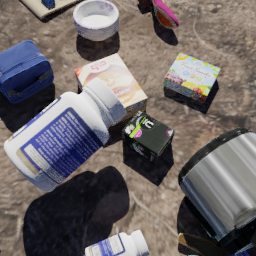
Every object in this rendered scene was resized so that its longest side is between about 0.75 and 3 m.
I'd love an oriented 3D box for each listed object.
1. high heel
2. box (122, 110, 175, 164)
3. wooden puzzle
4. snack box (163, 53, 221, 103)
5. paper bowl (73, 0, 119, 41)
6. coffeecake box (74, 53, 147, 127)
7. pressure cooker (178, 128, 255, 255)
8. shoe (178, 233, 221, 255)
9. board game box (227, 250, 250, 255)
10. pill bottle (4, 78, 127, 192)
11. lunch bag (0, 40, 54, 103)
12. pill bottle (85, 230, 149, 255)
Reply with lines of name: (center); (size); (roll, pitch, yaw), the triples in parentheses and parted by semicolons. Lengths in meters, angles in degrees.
high heel: (1.614, -5.301, 11.936); (1.324, 0.928, 2.754); (-34, 63, -5)
box: (0.634, 0.287, 8.943); (1.367, 0.850, 1.015); (33, 66, 17)
wooden puzzle: (-3.529, -6.220, 12.690); (2.497, 0.578, 2.313); (-38, 68, -19)
snack box: (2.338, -1.861, 10.294); (1.648, 0.558, 1.390); (27, 66, 13)
paper bowl: (-1.267, -4.304, 11.420); (1.814, 0.943, 1.814); (0, 61, 0)
coffeecake box: (-0.625, -1.335, 9.854); (1.730, 0.823, 2.253); (-25, 64, -13)
pressure cooker: (2.980, 1.759, 7.059); (2.552, 2.591, 2.901); (-22, 59, -21)
shoe: (1.943, 3.181, 7.641); (1.204, 0.321, 0.421); (23, 80, 12)
board game box: (2.761, 3.773, 7.176); (1.293, 0.290, 0.870); (-25, 63, -28)
pill bottle: (-1.520, 0.090, 7.347); (2.899, 1.735, 1.735); (-41, 68, -8)
lunch bag: (-3.736, -1.873, 9.809); (2.083, 1.415, 1.378); (-37, 67, -18)
pill bottle: (-0.261, 3.272, 7.270); (1.508, 0.902, 0.902); (-19, 63, -10)
